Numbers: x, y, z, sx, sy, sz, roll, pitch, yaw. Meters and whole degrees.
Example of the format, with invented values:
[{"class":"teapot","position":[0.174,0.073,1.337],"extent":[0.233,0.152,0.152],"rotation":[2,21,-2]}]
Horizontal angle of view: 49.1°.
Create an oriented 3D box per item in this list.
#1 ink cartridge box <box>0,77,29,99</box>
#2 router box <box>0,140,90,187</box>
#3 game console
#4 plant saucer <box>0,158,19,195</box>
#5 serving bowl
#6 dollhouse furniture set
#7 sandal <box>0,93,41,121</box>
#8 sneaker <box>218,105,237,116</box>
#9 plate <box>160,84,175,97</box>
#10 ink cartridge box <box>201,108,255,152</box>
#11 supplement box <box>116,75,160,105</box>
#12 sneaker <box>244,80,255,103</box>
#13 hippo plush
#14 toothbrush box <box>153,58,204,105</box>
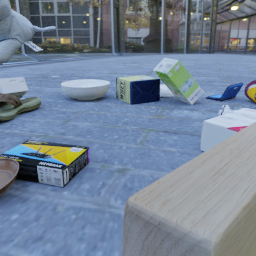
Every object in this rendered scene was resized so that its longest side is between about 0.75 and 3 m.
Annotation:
[{"class":"ink cartridge box","position":[-4.673,-1.361,10.846],"extent":[1.043,0.602,1.438],"rotation":[-19,-6,-46]},{"class":"router box","position":[-1.776,0.687,5.940],"extent":[1.595,0.407,1.190],"rotation":[6,19,16]},{"class":"game console","position":[4.348,-1.678,12.629],"extent":[1.317,1.124,0.779],"rotation":[-17,51,-40]},{"class":"plant saucer","position":[-2.562,0.992,4.983],"extent":[1.306,0.239,1.306],"rotation":[-9,27,5]},{"class":"serving bowl","position":[-1.893,-1.699,12.688],"extent":[2.175,0.715,2.175],"rotation":[0,18,0]},{"class":"dollhouse furniture set","position":[-0.039,1.055,2.090],"extent":[1.759,2.159,2.053],"rotation":[15,21,38]},{"class":"sandal","position":[-4.293,-0.874,9.954],"extent":[1.194,0.858,3.006],"rotation":[6,19,16]},{"class":"sneaker","position":[3.510,-0.526,9.721],"extent":[0.573,0.375,0.997],"rotation":[11,26,29]},{"class":"plate","position":[2.185,-1.907,13.954],"extent":[2.022,0.327,2.026],"rotation":[-3,19,-12]},{"class":"ink cartridge box","position":[2.965,0.155,6.902],"extent":[1.948,0.812,1.414],"rotation":[-15,23,-38]},{"class":"supplement box","position":[0.423,-1.720,12.325],"extent":[1.451,0.974,1.449],"rotation":[-10,21,-27]},{"class":"sneaker","position":[5.561,-1.313,10.870],"extent":[1.346,1.119,2.987],"rotation":[-3,17,-29]},{"class":"hippo plush","position":[-2.896,-2.313,6.120],"extent":[1.756,1.399,1.412],"rotation":[22,-15,20]},{"class":"toothbrush box","position":[2.089,-1.964,11.698],"extent":[0.794,1.845,1.343],"rotation":[-48,26,1]}]
